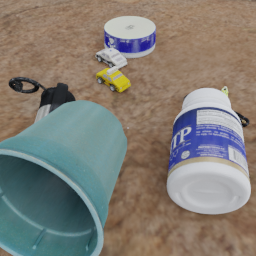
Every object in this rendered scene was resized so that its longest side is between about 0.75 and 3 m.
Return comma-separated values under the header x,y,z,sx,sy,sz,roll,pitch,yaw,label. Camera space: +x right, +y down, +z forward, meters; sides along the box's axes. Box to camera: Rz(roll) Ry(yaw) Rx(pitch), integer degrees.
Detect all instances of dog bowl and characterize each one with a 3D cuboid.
x,y,z,sx,sy,sz,roll,pitch,yaw,label
0.084,-3.867,11.799,2.176,0.857,2.176,0,45,0,dog bowl

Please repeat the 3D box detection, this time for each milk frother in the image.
x,y,z,sx,sy,sz,roll,pitch,yaw,label
-2.441,-0.425,7.665,1.778,1.605,1.673,2,49,-2,milk frother

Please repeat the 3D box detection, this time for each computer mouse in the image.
x,y,z,sx,sy,sz,roll,pitch,yaw,label
2.777,-0.627,8.871,2.174,0.370,0.637,24,49,22,computer mouse

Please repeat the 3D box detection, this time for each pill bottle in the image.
x,y,z,sx,sy,sz,roll,pitch,yaw,label
1.919,0.401,6.847,1.732,1.732,2.894,7,45,8,pill bottle

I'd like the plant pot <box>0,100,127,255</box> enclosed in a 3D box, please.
x,y,z,sx,sy,sz,roll,pitch,yaw,label
-1.249,0.806,5.474,2.580,2.580,2.527,12,33,12,plant pot

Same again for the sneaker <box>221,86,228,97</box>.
x,y,z,sx,sy,sz,roll,pitch,yaw,label
3.208,-1.094,9.390,0.295,0.299,0.782,7,45,6,sneaker

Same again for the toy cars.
x,y,z,sx,sy,sz,roll,pitch,yaw,label
-0.603,-2.349,10.437,1.234,0.610,2.753,-3,45,-4,toy cars
